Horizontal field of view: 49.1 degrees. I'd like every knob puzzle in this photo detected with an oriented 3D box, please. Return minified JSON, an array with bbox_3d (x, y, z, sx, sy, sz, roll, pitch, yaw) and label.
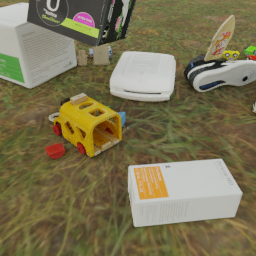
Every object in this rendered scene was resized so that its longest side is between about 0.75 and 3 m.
[{"bbox_3d":[3.180,-3.113,9.612,0.235,1.693,1.693,37,48,26],"label":"knob puzzle"}]

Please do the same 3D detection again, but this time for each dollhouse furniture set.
[{"bbox_3d":[-1.552,-3.752,12.994,1.588,1.097,1.682,-4,35,-6],"label":"dollhouse furniture set"}]

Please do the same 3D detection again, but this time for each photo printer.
[{"bbox_3d":[0.602,-1.932,10.479,2.299,0.960,2.763,6,36,7],"label":"photo printer"}]

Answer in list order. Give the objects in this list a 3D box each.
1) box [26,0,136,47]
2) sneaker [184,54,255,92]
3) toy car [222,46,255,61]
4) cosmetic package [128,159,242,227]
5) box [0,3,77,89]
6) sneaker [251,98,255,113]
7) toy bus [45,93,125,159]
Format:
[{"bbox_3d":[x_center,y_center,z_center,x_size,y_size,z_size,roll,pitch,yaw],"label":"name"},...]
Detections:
[{"bbox_3d":[-1.150,-3.676,8.161,2.159,1.807,2.907,21,25,6],"label":"box"},{"bbox_3d":[3.604,-2.399,10.928,2.911,1.063,1.628,-11,44,-13],"label":"sneaker"},{"bbox_3d":[5.510,-3.356,13.003,2.005,0.447,1.887,27,42,32],"label":"toy car"},{"bbox_3d":[1.117,1.340,5.955,2.138,0.762,1.085,-4,35,-7],"label":"cosmetic package"},{"bbox_3d":[-4.114,-3.471,11.396,2.824,2.431,2.838,20,39,26],"label":"box"},{"bbox_3d":[4.978,-1.074,9.516,0.995,0.903,2.344,27,52,22],"label":"sneaker"},{"bbox_3d":[-1.295,-0.303,7.885,2.437,1.259,2.300,0,35,0],"label":"toy bus"}]
